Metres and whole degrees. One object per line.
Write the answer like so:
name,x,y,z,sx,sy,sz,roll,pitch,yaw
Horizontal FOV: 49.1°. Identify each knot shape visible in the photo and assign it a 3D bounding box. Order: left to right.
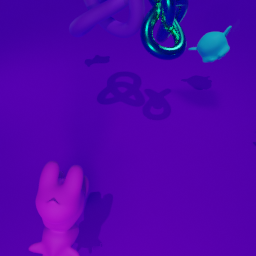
knot shape,-0.531,-2.555,5.891,1.789,0.883,1.912,-35,58,21
knot shape,0.786,-2.197,5.638,0.729,1.577,1.476,0,18,26

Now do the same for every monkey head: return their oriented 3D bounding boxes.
monkey head,2.487,-2.362,8.124,1.314,0.792,0.945,-23,1,33

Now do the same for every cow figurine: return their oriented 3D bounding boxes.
cow figurine,-0.910,1.180,3.700,0.710,1.293,1.272,10,69,0
